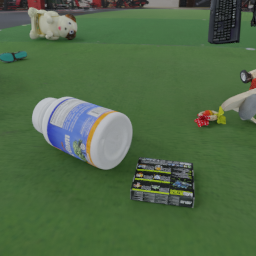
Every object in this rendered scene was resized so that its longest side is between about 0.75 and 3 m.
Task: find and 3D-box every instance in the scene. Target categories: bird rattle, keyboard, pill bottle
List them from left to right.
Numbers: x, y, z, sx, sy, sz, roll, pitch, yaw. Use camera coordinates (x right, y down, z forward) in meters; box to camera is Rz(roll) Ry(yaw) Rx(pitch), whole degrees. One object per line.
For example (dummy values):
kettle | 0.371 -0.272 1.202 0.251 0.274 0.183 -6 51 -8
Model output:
pill bottle | -1.159 0.000 6.567 2.306 1.292 1.292 18 33 33
bird rattle | 2.383 -0.308 8.240 0.949 0.535 0.774 -16 18 -3
keyboard | 1.437 -1.588 3.737 0.669 0.108 1.053 2 71 23

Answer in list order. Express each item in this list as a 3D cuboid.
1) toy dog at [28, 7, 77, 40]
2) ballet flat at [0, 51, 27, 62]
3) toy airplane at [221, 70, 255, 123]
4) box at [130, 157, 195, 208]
toy dog | -5.051 -7.114 19.768 2.988 2.085 2.897 13 16 18
ballet flat | -6.005 -3.679 14.594 1.457 0.541 0.541 -16 32 -32
toy airplane | 4.464 -1.104 7.851 2.916 2.058 2.903 -20 -4 41
box | 0.720 1.051 5.645 1.199 0.285 1.158 5 30 8
